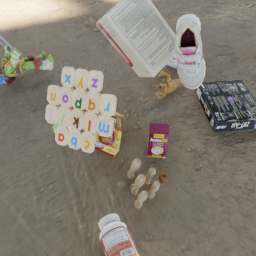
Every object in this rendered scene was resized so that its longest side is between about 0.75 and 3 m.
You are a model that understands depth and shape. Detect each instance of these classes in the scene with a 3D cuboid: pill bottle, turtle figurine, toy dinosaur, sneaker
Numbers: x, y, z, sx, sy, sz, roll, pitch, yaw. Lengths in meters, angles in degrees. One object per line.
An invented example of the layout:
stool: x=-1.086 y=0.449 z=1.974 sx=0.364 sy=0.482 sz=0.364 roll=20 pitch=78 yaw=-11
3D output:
pill bottle: x=-0.285 y=3.246 z=7.885 sx=0.861 sy=0.861 sz=1.535 roll=-17 pitch=46 yaw=-16
turtle figurine: x=-5.291 y=-3.671 z=13.640 sx=2.889 sy=2.144 sz=2.979 roll=-12 pitch=88 yaw=-37
toy dinosaur: x=2.124 y=-2.129 z=13.545 sx=2.613 sy=0.789 sz=1.388 roll=-31 pitch=78 yaw=-24
sneaker: x=1.954 y=-2.379 z=9.130 sx=0.989 sy=2.431 sz=1.072 roll=-6 pitch=23 yaw=21

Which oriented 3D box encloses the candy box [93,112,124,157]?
candy box: x=-0.834 y=0.097 z=10.966 sx=1.125 sy=0.545 sz=1.929 roll=25 pitch=44 yaw=-16

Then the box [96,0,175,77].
box: x=0.448 y=-3.676 z=11.118 sx=1.845 sy=2.885 sz=1.572 roll=-46 pitch=22 yaw=-8

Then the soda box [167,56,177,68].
soda box: x=2.932 y=-4.062 z=15.363 sx=0.695 sy=0.650 sz=2.042 roll=33 pitch=54 yaw=28

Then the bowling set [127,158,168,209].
bowling set: x=0.691 y=1.927 z=9.365 sx=1.192 sy=0.920 sz=1.713 roll=10 pitch=41 yaw=-16

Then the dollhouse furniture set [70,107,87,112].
dollhouse furniture set: x=-1.832 y=-0.652 z=11.947 sx=1.218 sy=0.634 sz=1.231 roll=-10 pitch=46 yaw=-10

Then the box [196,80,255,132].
box: x=4.450 y=-1.061 z=12.378 sx=2.193 sy=0.596 sz=2.737 roll=-5 pitch=45 yaw=-5

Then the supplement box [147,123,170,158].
supplement box: x=1.108 y=0.476 z=10.329 sx=0.726 sy=1.316 sz=0.563 roll=4 pitch=45 yaw=4

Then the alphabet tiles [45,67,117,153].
alphabet tiles: x=-1.529 y=-0.575 z=8.713 sx=2.566 sy=2.510 sz=0.187 roll=12 pitch=10 yaw=26

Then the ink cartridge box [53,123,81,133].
ink cartridge box: x=-2.499 y=0.029 z=11.443 sx=0.905 sy=0.380 sz=0.658 roll=22 pitch=49 yaw=21
